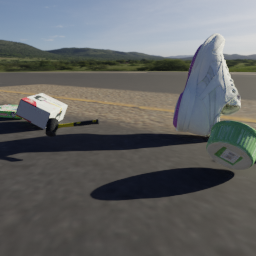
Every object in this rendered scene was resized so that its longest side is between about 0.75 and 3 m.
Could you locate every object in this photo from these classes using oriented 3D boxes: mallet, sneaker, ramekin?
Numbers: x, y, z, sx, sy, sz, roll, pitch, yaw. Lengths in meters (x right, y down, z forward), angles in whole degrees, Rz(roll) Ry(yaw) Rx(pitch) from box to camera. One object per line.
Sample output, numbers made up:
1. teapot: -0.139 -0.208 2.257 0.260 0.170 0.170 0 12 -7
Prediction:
1. mallet: -1.146 -0.020 5.687 1.150 0.237 0.379 0 56 16
2. sneaker: 2.198 -1.073 7.214 1.493 2.998 1.122 17 -19 13
3. ramekin: 1.708 0.308 4.578 0.851 0.851 0.416 11 55 37

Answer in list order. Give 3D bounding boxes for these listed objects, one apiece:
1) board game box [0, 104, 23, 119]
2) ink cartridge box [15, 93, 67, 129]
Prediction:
1. board game box: -3.834 -0.571 9.428 1.600 0.233 1.077 5 16 21
2. ink cartridge box: -2.426 -0.521 8.009 0.918 0.522 1.260 25 17 2
